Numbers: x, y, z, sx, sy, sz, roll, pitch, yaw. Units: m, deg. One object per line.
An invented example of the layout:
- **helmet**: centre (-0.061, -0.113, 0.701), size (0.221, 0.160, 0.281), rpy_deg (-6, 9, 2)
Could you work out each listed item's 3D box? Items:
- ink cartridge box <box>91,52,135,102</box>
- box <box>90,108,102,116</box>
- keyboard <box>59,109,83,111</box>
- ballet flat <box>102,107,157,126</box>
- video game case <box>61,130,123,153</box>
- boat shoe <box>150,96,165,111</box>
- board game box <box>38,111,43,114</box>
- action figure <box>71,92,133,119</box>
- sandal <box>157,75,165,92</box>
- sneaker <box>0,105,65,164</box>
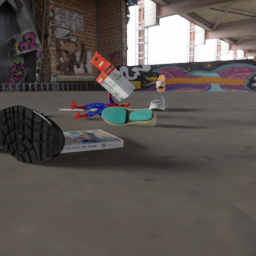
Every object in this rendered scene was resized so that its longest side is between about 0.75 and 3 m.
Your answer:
- **ink cartridge box**: centre (-0.705, -1.878, 10.534), size (1.915, 0.482, 1.043), rpy_deg (42, -20, -10)
- **box**: centre (-1.085, -0.817, 13.176), size (1.082, 0.299, 1.351), rpy_deg (-4, 10, -24)
- **keyboard**: centre (-2.957, -0.950, 14.738), size (1.291, 0.069, 0.363), rpy_deg (1, 10, 9)
- **ballet flat**: centre (0.065, -0.344, 9.697), size (1.974, 0.686, 0.686), rpy_deg (6, 11, 24)
- **video game case**: centre (-1.135, 0.288, 6.756), size (1.537, 0.200, 1.688), rpy_deg (-4, 9, -24)
- **boat shoe**: centre (1.619, -1.316, 15.032), size (0.787, 0.685, 2.136), rpy_deg (3, 10, 16)
- **board game box**: centre (-4.275, -0.583, 12.133), size (1.023, 0.177, 0.693), rpy_deg (-6, 11, -29)
- **action figure**: centre (-0.917, -1.007, 11.717), size (2.600, 0.848, 1.287), rpy_deg (-7, -27, -39)
- **sandal**: centre (1.285, -1.807, 11.070), size (0.347, 0.905, 0.259), rpy_deg (-6, -35, 18)
- **sneaker**: centre (-2.088, 0.030, 5.922), size (2.789, 1.056, 1.221), rpy_deg (7, 7, 37)
